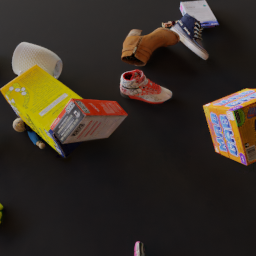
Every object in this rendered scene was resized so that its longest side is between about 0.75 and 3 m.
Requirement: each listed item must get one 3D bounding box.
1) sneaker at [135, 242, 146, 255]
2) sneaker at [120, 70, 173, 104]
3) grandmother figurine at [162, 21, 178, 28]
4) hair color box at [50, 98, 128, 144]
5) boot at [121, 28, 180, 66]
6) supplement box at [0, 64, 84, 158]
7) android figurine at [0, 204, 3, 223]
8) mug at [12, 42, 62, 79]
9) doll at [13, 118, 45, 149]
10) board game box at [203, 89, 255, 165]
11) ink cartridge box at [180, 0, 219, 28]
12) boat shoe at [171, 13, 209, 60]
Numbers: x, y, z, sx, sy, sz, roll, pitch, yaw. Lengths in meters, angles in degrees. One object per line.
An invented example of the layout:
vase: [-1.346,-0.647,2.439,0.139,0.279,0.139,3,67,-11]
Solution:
sneaker: [0.585,3.669,7.278,0.631,0.533,1.444,-13,59,-10]
sneaker: [0.711,-1.575,10.618,2.067,1.108,0.690,8,55,6]
grandmother figurine: [2.136,-5.044,13.615,0.879,0.266,0.533,-16,65,-8]
hair color box: [-0.990,-0.208,7.710,0.639,1.059,2.087,49,23,17]
boot: [0.943,-3.478,12.083,2.402,0.921,1.865,11,55,8]
supplement box: [-2.484,-0.571,8.901,2.628,1.430,1.439,36,66,25]
android figurine: [-4.130,2.554,8.254,0.973,0.200,0.886,34,61,23]
mug: [-3.596,-2.361,11.080,1.594,1.343,1.819,17,61,5]
doll: [-2.836,-0.062,9.844,2.477,0.600,1.690,3,68,3]
board game box: [3.414,-0.121,8.062,1.577,1.579,1.578,-21,13,-9]
ink cartridge box: [3.488,-5.513,13.823,1.314,0.462,2.202,-7,52,-5]
boat shoe: [2.918,-4.080,12.254,1.127,0.907,2.430,-49,58,20]
